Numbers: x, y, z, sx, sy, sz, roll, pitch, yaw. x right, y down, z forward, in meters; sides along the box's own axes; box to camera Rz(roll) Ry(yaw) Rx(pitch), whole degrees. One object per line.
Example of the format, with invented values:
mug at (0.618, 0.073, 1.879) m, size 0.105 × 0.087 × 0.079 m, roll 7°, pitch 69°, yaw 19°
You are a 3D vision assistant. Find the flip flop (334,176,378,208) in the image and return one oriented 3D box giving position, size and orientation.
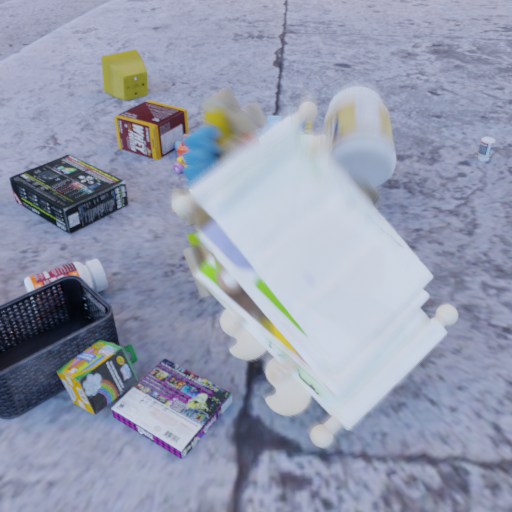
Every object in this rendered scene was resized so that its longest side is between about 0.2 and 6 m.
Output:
flip flop at (1.158, -1.245, 10.058) m, size 1.027 × 0.729 × 2.534 m, roll -44°, pitch 28°, yaw -10°

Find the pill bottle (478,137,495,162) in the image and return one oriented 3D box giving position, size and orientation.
pill bottle at (5.896, -2.729, 14.384) m, size 0.337 × 0.564 × 0.337 m, roll 0°, pitch 36°, yaw 0°

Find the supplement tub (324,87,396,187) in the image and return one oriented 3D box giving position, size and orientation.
supplement tub at (2.239, -2.598, 12.305) m, size 1.454 × 1.454 × 2.009 m, roll 1°, pitch 52°, yaw 2°

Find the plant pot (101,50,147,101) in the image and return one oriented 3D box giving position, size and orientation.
plant pot at (-4.117, -5.701, 17.967) m, size 1.250 × 1.250 × 1.103 m, roll -24°, pitch 54°, yaw -29°

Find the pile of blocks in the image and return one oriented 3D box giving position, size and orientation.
pile of blocks at (-0.476, -1.257, 9.663) m, size 1.576 × 3.840 × 1.193 m, roll 7°, pitch -15°, yaw -44°

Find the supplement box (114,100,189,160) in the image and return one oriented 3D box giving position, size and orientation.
supplement box at (-2.773, -3.391, 14.979) m, size 1.373 × 0.924 × 1.392 m, roll 20°, pitch 41°, yaw 25°

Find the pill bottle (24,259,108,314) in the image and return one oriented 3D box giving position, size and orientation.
pill bottle at (-3.333, 0.516, 9.868) m, size 1.277 × 0.700 × 0.700 m, roll -20°, pitch 41°, yaw -25°

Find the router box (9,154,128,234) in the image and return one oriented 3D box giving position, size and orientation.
router box at (-4.189, -1.440, 12.541) m, size 2.141 × 0.665 × 1.604 m, roll 27°, pitch 44°, yaw 31°

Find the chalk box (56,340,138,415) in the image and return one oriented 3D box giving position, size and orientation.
chalk box at (-2.213, 1.682, 8.176) m, size 0.643 × 0.648 × 1.038 m, roll 6°, pitch 32°, yaw 43°

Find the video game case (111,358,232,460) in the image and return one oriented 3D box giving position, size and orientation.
video game case at (-1.197, 2.143, 8.045) m, size 1.296 × 0.232 × 1.175 m, roll 21°, pitch 41°, yaw 25°

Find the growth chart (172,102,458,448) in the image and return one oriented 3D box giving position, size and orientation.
growth chart at (0.710, 0.158, 7.903) m, size 3.083 × 0.378 × 4.261 m, roll -33°, pitch 79°, yaw -7°

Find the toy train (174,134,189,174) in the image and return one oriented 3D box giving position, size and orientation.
toy train at (-1.197, -2.635, 14.209) m, size 2.250 × 0.626 × 1.690 m, roll 11°, pitch 38°, yaw 16°

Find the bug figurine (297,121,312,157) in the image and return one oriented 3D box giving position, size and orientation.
bug figurine at (1.719, -2.750, 13.772) m, size 2.083 × 1.615 × 0.536 m, roll 9°, pitch -7°, yaw 11°

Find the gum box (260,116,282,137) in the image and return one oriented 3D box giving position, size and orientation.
gum box at (0.329, -2.319, 13.129) m, size 0.363 × 1.384 × 1.629 m, roll 5°, pitch 37°, yaw 9°

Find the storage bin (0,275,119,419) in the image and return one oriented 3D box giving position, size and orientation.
storage bin at (-3.279, 1.325, 8.565) m, size 2.035 × 0.954 × 1.375 m, roll -30°, pitch 46°, yaw -33°
